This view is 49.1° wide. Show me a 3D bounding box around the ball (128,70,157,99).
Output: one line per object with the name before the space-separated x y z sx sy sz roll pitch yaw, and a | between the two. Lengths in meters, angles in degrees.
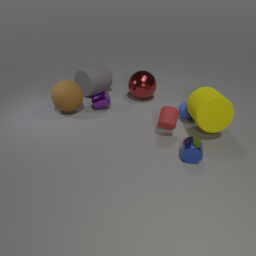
ball | 0.706 -2.113 13.737 1.400 1.400 1.400 0 31 0

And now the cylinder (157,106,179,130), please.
cylinder | 1.546 -0.382 10.731 0.700 0.700 0.700 11 71 17

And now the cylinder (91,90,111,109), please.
cylinder | -1.233 -1.303 12.873 0.700 0.700 0.700 -19 28 13

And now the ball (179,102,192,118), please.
ball | 2.545 -0.773 12.076 0.700 0.700 0.700 0 31 0

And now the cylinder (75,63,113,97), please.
cylinder | -1.748 -2.463 14.264 1.400 1.400 1.400 24 37 34

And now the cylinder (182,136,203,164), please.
cylinder | 2.209 0.759 9.633 0.700 0.700 0.700 6 32 10

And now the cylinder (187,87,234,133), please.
cylinder | 3.117 -0.721 10.723 1.400 1.400 1.400 -2 24 -3

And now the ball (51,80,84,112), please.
ball | -2.693 -1.424 12.506 1.400 1.400 1.400 0 31 0
